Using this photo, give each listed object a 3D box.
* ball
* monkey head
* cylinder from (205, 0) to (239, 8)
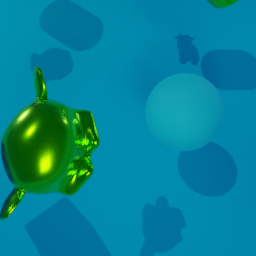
[{"bbox_3d":[1.000,-0.279,5.026,1.378,1.378,1.378,0,75,0],"label":"ball"},{"bbox_3d":[-0.982,0.206,3.332,1.017,1.214,1.687,14,87,-29],"label":"monkey head"},{"bbox_3d":[1.707,-3.170,5.371,1.207,1.207,1.207,24,72,-32],"label":"cylinder"}]
